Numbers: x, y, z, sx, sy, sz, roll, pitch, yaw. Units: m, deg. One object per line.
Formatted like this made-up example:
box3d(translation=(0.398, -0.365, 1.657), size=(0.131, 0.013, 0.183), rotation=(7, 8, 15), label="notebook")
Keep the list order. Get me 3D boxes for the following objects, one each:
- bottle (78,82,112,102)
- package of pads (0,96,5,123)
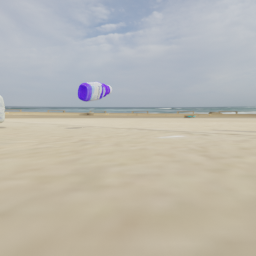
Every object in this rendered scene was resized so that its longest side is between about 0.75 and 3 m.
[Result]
box3d(translation=(-0.661, -0.765, 5.806), size=(0.292, 0.373, 0.893), rotation=(20, 19, 26), label="bottle")
box3d(translation=(-4.253, -0.386, 6.401), size=(2.245, 0.766, 1.734), rotation=(-2, 1, 15), label="package of pads")
